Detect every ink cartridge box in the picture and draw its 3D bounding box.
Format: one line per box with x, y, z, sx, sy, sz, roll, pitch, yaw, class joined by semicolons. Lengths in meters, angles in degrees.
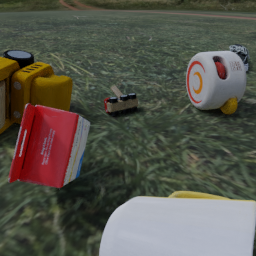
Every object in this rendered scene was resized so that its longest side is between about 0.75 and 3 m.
-1.200;0.315;4.746;0.681;1.176;2.025;12;-3;0;ink cartridge box

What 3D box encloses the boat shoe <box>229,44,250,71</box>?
5.172;-3.367;13.148;1.035;0.958;2.804;11;29;20;boat shoe

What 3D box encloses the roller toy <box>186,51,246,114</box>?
2.704;-1.448;8.569;1.316;1.718;1.883;-6;28;-12;roller toy

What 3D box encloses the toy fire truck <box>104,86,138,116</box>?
-0.344;-0.887;8.736;0.983;0.719;1.117;-15;19;-25;toy fire truck

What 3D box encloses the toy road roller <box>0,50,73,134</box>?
-2.778;-0.863;7.502;2.109;1.776;2.890;16;29;5;toy road roller

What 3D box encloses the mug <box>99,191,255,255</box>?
0.629;1.515;3.354;1.568;1.530;1.910;4;-12;25;mug
